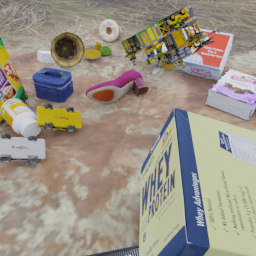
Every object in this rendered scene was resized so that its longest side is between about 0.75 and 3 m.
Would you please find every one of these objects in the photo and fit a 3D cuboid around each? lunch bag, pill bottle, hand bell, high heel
[{"bbox_3d":[-2.605,-1.583,9.900,1.408,0.931,0.956,12,42,15],"label":"lunch bag"},{"bbox_3d":[-3.224,-0.267,8.498,0.772,0.772,1.390,-30,49,-30],"label":"pill bottle"},{"bbox_3d":[-1.916,-2.346,7.991,0.916,0.916,1.760,-17,29,-19],"label":"hand bell"},{"bbox_3d":[-0.507,-1.550,9.945,2.422,0.817,1.164,-9,49,-32],"label":"high heel"}]

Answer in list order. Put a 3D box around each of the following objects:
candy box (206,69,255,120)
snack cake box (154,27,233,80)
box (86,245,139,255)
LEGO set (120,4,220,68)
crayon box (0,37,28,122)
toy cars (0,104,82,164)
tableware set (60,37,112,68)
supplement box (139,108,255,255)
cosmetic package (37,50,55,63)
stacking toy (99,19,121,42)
[{"bbox_3d":[3.803,-1.216,9.689,1.515,0.646,1.807,26,47,27],"label":"candy box"},{"bbox_3d":[2.543,-3.051,11.101,2.721,0.914,1.565,19,76,21],"label":"snack cake box"},{"bbox_3d":[-0.566,3.461,4.281,2.287,0.632,2.855,-7,41,-8],"label":"box"},{"bbox_3d":[0.925,-1.924,6.899,1.801,1.357,2.343,-33,16,-14],"label":"LEGO set"},{"bbox_3d":[-4.392,-1.401,8.394,0.744,2.554,2.203,4,39,23],"label":"crayon box"},{"bbox_3d":[-2.558,0.193,8.014,1.283,0.634,2.863,50,51,-6],"label":"toy cars"},{"bbox_3d":[-2.005,-3.251,12.327,2.472,0.379,1.665,-31,53,-33],"label":"tableware set"},{"bbox_3d":[1.801,1.474,5.077,2.784,1.871,2.787,16,40,-9],"label":"supplement box"},{"bbox_3d":[-2.669,-2.320,9.136,0.445,0.324,0.875,-2,21,-25],"label":"cosmetic package"},{"bbox_3d":[-0.685,-4.839,13.899,1.027,1.027,1.405,16,25,18],"label":"stacking toy"}]
